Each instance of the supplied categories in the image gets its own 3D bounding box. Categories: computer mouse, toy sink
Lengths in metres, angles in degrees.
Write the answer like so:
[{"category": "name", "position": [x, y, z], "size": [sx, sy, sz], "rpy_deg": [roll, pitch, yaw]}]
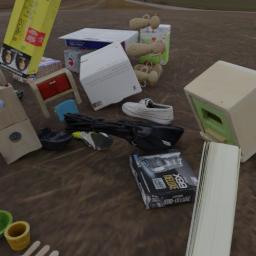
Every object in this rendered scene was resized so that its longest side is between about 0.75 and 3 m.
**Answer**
[{"category": "computer mouse", "position": [-0.071, 0.140, 6.307], "size": [2.033, 0.666, 2.895], "rpy_deg": [10, 4, 30]}, {"category": "computer mouse", "position": [-1.862, 0.308, 6.943], "size": [1.256, 0.331, 0.869], "rpy_deg": [4, 26, 32]}, {"category": "toy sink", "position": [2.469, -0.190, 6.551], "size": [1.255, 2.240, 1.460], "rpy_deg": [-38, 37, -7]}]

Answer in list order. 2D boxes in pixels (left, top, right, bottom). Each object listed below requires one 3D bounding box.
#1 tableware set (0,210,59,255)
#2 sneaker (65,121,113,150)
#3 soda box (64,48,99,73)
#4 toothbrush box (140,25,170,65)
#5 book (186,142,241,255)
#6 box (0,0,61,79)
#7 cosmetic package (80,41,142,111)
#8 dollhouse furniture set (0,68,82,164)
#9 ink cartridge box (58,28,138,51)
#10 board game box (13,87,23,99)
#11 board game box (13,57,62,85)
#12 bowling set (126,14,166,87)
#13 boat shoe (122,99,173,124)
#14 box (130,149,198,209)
[{"category": "tableware set", "position": [-2.231, 2.006, 3.544], "size": [1.655, 0.377, 2.456], "rpy_deg": [15, 31, 27]}, {"category": "sneaker", "position": [-0.913, 0.024, 7.117], "size": [1.635, 0.609, 0.692], "rpy_deg": [22, 35, 36]}, {"category": "soda box", "position": [-1.639, -3.441, 13.481], "size": [0.976, 0.907, 2.859], "rpy_deg": [21, 34, 35]}, {"category": "toothbrush box", "position": [1.326, -4.112, 13.804], "size": [1.314, 1.805, 0.777], "rpy_deg": [9, 28, 15]}, {"category": "book", "position": [1.056, 1.347, 3.641], "size": [0.529, 1.470, 2.200], "rpy_deg": [10, 28, 17]}, {"category": "box", "position": [-2.512, -2.525, 7.176], "size": [0.897, 2.382, 0.597], "rpy_deg": [27, 17, 1]}, {"category": "cosmetic package", "position": [-0.698, -1.936, 9.777], "size": [1.687, 1.213, 2.989], "rpy_deg": [-24, 27, 2]}, {"category": "dollhouse furniture set", "position": [-2.287, -0.716, 6.791], "size": [2.390, 1.675, 1.685], "rpy_deg": [-28, 36, -19]}, {"category": "ink cartridge box", "position": [-1.269, -4.055, 12.991], "size": [2.883, 0.636, 2.936], "rpy_deg": [9, 31, 15]}, {"category": "board game box", "position": [-4.803, -1.297, 9.320], "size": [2.080, 0.293, 1.407], "rpy_deg": [20, 25, 6]}, {"category": "board game box", "position": [-3.733, -2.362, 11.503], "size": [1.659, 0.803, 1.323], "rpy_deg": [20, 34, 34]}, {"category": "bowling set", "position": [0.988, -2.991, 11.610], "size": [1.569, 2.922, 2.034], "rpy_deg": [7, -1, 30]}, {"category": "boat shoe", "position": [0.561, -0.592, 8.353], "size": [1.704, 0.560, 0.613], "rpy_deg": [20, 34, 34]}, {"category": "box", "position": [0.711, 0.956, 5.585], "size": [1.103, 0.348, 1.399], "rpy_deg": [-5, 27, -10]}]
